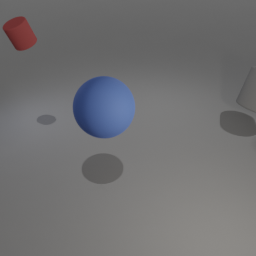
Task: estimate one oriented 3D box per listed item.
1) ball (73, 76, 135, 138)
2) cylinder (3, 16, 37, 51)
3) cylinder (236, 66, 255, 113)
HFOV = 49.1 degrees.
[{"bbox_3d":[-0.538,-0.463,6.336,1.400,1.400,1.400,0,32,0],"label":"ball"},{"bbox_3d":[-3.105,-2.717,8.072,0.700,0.700,0.700,-9,48,11],"label":"cylinder"},{"bbox_3d":[4.816,-1.322,9.982,1.400,1.400,1.400,15,22,-6],"label":"cylinder"}]
